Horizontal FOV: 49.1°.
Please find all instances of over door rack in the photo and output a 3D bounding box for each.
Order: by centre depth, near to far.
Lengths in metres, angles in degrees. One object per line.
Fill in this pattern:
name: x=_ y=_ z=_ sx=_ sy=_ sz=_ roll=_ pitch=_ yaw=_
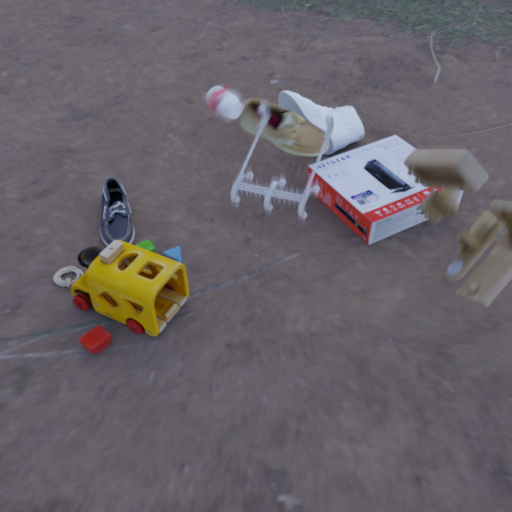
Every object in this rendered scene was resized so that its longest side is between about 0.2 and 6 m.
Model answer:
over door rack: x=0.502 y=-1.653 z=9.988 sx=1.405 sy=0.634 sz=1.902 roll=14 pitch=75 yaw=17

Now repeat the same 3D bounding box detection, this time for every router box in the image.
router box: x=2.661 y=-1.467 z=11.775 sx=2.447 sy=0.598 sz=2.197 roll=-23 pitch=48 yaw=-22

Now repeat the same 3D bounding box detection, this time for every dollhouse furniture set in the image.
dollhouse furniture set: x=3.022 y=-0.503 z=8.811 sx=1.475 sy=1.810 sz=1.721 roll=-49 pitch=20 yaw=-5

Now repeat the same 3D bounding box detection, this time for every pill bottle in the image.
pill bottle: x=-0.631 y=-3.083 z=11.319 sx=0.461 sy=0.461 sz=0.821 roll=-23 pitch=43 yaw=-22

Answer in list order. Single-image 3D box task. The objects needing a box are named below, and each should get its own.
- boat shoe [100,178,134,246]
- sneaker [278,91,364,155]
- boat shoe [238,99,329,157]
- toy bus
boat shoe: x=-2.832 y=-0.868 z=11.176 sx=0.663 sy=0.572 sz=1.825 roll=-9 pitch=45 yaw=-10
sneaker: x=1.618 y=-3.375 z=13.686 sx=1.307 sy=0.833 sz=2.262 roll=-25 pitch=59 yaw=-26
boat shoe: x=0.589 y=-2.662 z=11.597 sx=2.012 sy=0.668 sz=0.744 roll=19 pitch=74 yaw=-1
toy bus: x=-2.299 y=0.340 z=9.473 sx=2.322 sy=1.200 sz=2.191 roll=-13 pitch=45 yaw=-14
